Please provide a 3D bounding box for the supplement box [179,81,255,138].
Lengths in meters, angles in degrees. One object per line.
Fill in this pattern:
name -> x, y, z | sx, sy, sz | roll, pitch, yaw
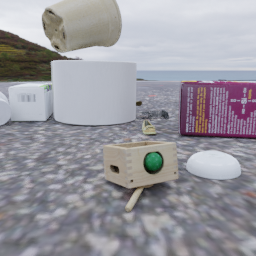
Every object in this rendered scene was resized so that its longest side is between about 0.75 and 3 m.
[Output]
supplement box -> 2.755, -0.576, 7.624 | 2.695, 1.391, 1.764 | 2, 12, 10

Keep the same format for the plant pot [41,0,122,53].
plant pot -> -1.626, -3.440, 9.244 | 1.960, 2.141, 2.141 | -34, 30, -33

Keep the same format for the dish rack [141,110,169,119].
dish rack -> 0.964, -0.485, 10.083 | 0.939, 0.256, 0.720 | -3, 11, -6

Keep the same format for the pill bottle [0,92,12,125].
pill bottle -> -4.529, -0.785, 8.975 | 1.113, 1.113, 1.998 | -11, 28, -43

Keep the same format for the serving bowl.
serving bowl -> 1.450, 0.577, 4.756 | 0.897, 0.295, 0.897 | -1, 12, 0

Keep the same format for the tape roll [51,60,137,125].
tape roll -> -1.115, -1.281, 9.623 | 2.858, 1.962, 2.858 | 0, 12, 0

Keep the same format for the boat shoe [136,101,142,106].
boat shoe -> 0.302, -1.168, 13.397 | 0.766, 0.280, 0.248 | 1, 1, -26

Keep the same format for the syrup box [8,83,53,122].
syrup box -> -3.448, -1.058, 10.489 | 1.156, 1.195, 2.935 | -1, 13, -7

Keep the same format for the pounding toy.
pounding toy -> 0.156, 0.605, 3.979 | 0.956, 0.739, 1.039 | -5, 2, -27

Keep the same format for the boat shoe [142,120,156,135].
boat shoe -> 0.562, -0.014, 7.651 | 0.326, 0.281, 0.894 | -1, 12, -4
